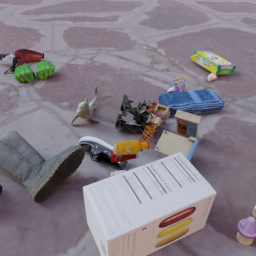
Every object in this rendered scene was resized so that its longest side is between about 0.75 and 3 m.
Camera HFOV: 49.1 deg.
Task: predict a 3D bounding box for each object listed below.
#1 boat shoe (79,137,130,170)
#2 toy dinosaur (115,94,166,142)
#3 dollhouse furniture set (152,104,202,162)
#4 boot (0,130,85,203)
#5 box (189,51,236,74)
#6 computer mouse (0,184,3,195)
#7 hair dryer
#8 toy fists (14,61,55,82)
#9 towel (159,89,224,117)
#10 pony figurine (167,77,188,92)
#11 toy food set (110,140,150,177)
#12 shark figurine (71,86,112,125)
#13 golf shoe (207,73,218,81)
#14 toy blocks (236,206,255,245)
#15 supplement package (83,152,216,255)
[{"bbox_3d":[-0.888,0.872,9.145,1.892,0.661,0.627,23,42,15],"label":"boat shoe"},{"bbox_3d":[0.545,-0.343,10.234,1.819,1.369,2.680,17,16,-4],"label":"toy dinosaur"},{"bbox_3d":[1.479,0.456,9.565,1.761,1.217,1.865,19,65,20],"label":"dollhouse furniture set"},{"bbox_3d":[-2.820,0.808,8.575,2.437,0.884,2.216,35,68,32],"label":"boot"},{"bbox_3d":[4.302,-3.452,14.477,1.309,0.539,2.230,-6,35,-30],"label":"box"},{"bbox_3d":[-4.035,1.513,7.437,0.440,1.668,1.155,-22,33,2],"label":"computer mouse"},{"bbox_3d":[-5.594,-3.524,14.878,2.388,0.649,1.819,-28,60,-22],"label":"hair dryer"},{"bbox_3d":[-4.531,-2.714,13.638,1.959,0.674,0.999,-13,33,-14],"label":"toy fists"},{"bbox_3d":[2.576,-1.108,11.625,2.461,0.597,1.374,-7,38,-8],"label":"towel"},{"bbox_3d":[2.243,-1.790,12.400,0.903,0.935,0.779,-25,50,-5],"label":"pony figurine"},{"bbox_3d":[0.019,1.033,7.634,0.832,1.850,0.883,-3,28,-15],"label":"toy food set"},{"bbox_3d":[-1.399,-0.667,11.119,0.977,1.399,2.341,32,24,0],"label":"shark figurine"},{"bbox_3d":[4.107,-2.467,13.607,0.366,0.301,0.800,27,46,25],"label":"golf shoe"},{"bbox_3d":[4.201,1.882,6.280,2.890,2.433,2.701,-31,46,-32],"label":"toy blocks"},{"bbox_3d":[0.487,1.977,6.897,2.758,1.569,1.511,-17,43,-20],"label":"supplement package"}]
